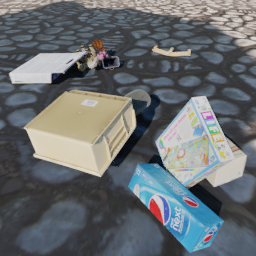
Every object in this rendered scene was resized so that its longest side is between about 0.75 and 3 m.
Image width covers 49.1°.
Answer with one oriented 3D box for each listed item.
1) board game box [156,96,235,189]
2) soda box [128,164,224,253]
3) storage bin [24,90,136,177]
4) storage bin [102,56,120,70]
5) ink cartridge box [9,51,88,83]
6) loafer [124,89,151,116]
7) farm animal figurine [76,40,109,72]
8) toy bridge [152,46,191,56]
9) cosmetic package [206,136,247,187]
[{"bbox_3d":[1.274,0.438,5.893,0.340,1.986,1.335,-9,66,-21],"label":"board game box"},{"bbox_3d":[0.888,1.520,5.735,0.670,0.634,1.976,6,23,-42],"label":"soda box"},{"bbox_3d":[-1.089,-0.038,6.907,1.969,0.923,1.955,11,42,26],"label":"storage bin"},{"bbox_3d":[-0.809,-2.855,12.455,0.750,0.546,0.504,-13,9,-17],"label":"storage bin"},{"bbox_3d":[-3.179,-2.545,11.701,2.472,0.502,2.467,2,33,18],"label":"ink cartridge box"},{"bbox_3d":[-0.388,-0.323,8.587,2.429,0.846,0.913,-25,73,-17],"label":"loafer"},{"bbox_3d":[-1.547,-3.044,12.441,1.477,0.920,1.829,-20,38,7],"label":"farm animal figurine"},{"bbox_3d":[2.147,-3.800,13.964,1.934,0.263,0.650,10,36,14],"label":"toy bridge"},{"bbox_3d":[2.035,0.553,6.988,0.848,0.716,1.641,-17,39,-16],"label":"cosmetic package"}]
